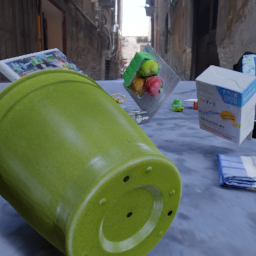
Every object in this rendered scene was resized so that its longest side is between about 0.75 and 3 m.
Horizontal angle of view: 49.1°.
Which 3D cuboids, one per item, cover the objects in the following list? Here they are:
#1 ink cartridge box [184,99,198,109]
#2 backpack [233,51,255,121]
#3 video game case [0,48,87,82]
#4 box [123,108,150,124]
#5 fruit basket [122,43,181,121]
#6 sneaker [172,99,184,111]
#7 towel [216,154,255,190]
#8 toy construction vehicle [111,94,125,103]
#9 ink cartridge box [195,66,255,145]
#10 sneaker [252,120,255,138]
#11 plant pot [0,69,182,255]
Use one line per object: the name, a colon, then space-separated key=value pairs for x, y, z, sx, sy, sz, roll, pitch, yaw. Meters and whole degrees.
ink cartridge box: x=3.505 y=-1.103 z=13.216 sx=1.660 sy=0.418 sz=0.904 roll=6 pitch=13 yaw=32
backpack: x=4.592 y=-1.391 z=10.305 sx=2.249 sy=2.386 sz=2.925 roll=21 pitch=26 yaw=25
video game case: x=-2.007 y=-1.300 z=8.194 sx=2.371 sy=0.299 sz=2.602 roll=42 pitch=31 yaw=1
box: x=-0.292 y=-0.368 z=9.670 sx=1.678 sy=0.412 sz=1.353 roll=-12 pitch=15 yaw=-43
fruit basket: x=0.780 y=-1.626 z=9.923 sx=0.973 sy=1.922 sz=2.075 roll=-8 pitch=51 yaw=-46
sneaker: x=2.205 y=-1.051 z=12.662 sx=0.468 sy=0.528 sz=1.263 roll=0 pitch=12 yaw=-4
towel: x=2.656 y=0.741 z=4.725 sx=2.186 sy=0.260 sz=1.606 roll=3 pitch=11 yaw=16
toy construction vehicle: x=-0.884 y=-1.660 z=15.709 sx=1.354 sy=0.477 sz=1.178 roll=1 pitch=12 yaw=7
ink cartridge box: x=2.018 y=-0.329 z=5.796 sx=0.988 sy=1.716 sz=0.582 roll=27 pitch=59 yaw=39
sneaker: x=3.417 y=-0.040 z=7.882 sx=0.590 sy=0.494 sz=1.332 roll=-11 pitch=16 yaw=-34
plant pot: x=-0.452 y=0.458 z=2.978 sx=1.836 sy=1.836 sz=1.767 roll=-8 pitch=26 yaw=-34
